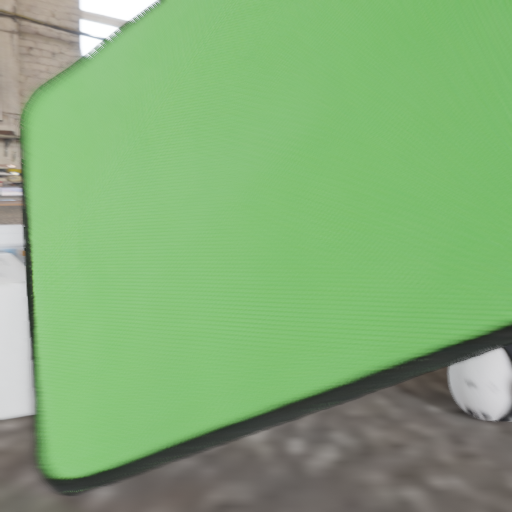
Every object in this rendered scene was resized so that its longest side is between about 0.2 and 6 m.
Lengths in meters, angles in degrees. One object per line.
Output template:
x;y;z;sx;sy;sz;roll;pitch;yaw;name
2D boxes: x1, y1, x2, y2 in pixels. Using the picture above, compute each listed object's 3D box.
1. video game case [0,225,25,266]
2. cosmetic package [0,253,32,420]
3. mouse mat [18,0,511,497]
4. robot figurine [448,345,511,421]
-2.305;0.195;3.923;1.553;0.178;1.415;-3;-24;-25;video game case
-1.790;0.406;2.907;1.153;0.709;1.149;-4;9;-29;cosmetic package
0.015;-0.440;2.070;2.519;2.027;0.095;-26;-29;23;mouse mat
1.281;0.593;2.708;0.670;0.503;0.418;0;47;-5;robot figurine
